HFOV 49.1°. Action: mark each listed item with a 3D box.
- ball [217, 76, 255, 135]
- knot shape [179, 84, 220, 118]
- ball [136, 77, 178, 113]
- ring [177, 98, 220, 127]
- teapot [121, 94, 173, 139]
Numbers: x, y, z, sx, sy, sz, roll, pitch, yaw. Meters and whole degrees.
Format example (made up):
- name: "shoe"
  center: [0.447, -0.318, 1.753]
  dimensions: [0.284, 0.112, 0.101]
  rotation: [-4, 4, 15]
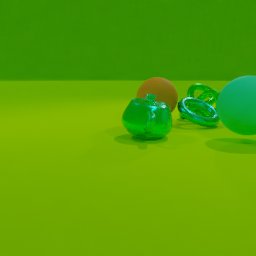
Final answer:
- name: "ball"
  center: [2.605, -0.483, 6.091]
  dimensions: [1.292, 1.292, 1.292]
  rotation: [0, 11, 0]
- name: "knot shape"
  center: [2.512, -0.810, 9.273]
  dimensions: [1.575, 0.728, 1.474]
  rotation: [-51, 37, -13]
- name: "ball"
  center: [0.870, -0.896, 8.434]
  dimensions: [1.245, 1.245, 1.245]
  rotation: [0, 11, 0]
- name: "ring"
  center: [2.070, -0.478, 8.208]
  dimensions: [1.312, 0.262, 1.312]
  rotation: [13, 34, -9]
- name: "teapot"
  center: [0.480, -0.343, 6.640]
  dimensions: [1.219, 0.960, 1.961]
  rotation: [9, 18, -3]
